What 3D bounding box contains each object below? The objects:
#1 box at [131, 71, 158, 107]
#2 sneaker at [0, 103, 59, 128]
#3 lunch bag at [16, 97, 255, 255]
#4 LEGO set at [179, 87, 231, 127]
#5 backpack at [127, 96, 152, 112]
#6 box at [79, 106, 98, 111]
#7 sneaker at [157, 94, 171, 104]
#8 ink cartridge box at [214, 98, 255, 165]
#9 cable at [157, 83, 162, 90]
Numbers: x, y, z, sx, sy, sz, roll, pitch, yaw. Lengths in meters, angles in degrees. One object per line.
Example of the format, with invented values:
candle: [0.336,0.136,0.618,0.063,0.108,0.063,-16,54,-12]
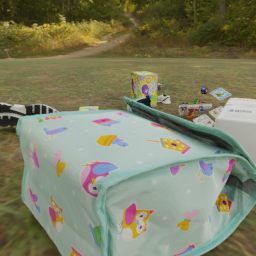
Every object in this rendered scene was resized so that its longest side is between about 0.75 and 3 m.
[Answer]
box: [0.671,-1.685,12.018,0.821,1.346,1.297,-5,18,-15]
sneaker: [-2.878,-0.328,8.433,2.431,0.896,0.973,11,4,10]
lunch bag: [0.203,0.585,4.034,2.859,1.744,2.436,-9,21,-34]
LEGO set: [2.778,-0.669,9.560,1.691,0.556,2.264,-26,33,-2]
backpack: [0.391,-0.772,10.365,0.668,0.709,0.869,4,22,43]
box: [-1.059,-0.075,7.644,0.547,0.863,0.896,-2,18,-6]
sneaker: [1.499,-1.337,12.528,1.012,0.405,0.373,14,24,43]
ink cartridge box: [3.256,0.027,6.961,1.835,1.059,2.513,8,19,25]
cable: [1.228,-2.473,16.048,0.913,0.473,1.880,-9,19,-29]
